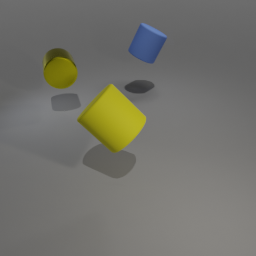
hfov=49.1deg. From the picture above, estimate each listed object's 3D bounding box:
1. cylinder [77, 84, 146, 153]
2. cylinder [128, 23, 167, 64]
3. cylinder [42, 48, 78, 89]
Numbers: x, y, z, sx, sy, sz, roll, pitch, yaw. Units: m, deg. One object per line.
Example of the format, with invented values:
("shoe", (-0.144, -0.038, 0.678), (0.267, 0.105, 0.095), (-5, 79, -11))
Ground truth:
("cylinder", (-0.454, -0.263, 7.840), (1.400, 1.400, 1.400), (43, 31, -12))
("cylinder", (0.921, -4.010, 13.309), (1.400, 1.400, 1.400), (23, 26, -12))
("cylinder", (-2.968, -2.597, 12.164), (1.400, 1.400, 1.400), (-8, 33, -14))
